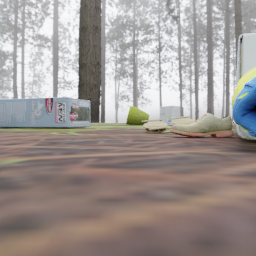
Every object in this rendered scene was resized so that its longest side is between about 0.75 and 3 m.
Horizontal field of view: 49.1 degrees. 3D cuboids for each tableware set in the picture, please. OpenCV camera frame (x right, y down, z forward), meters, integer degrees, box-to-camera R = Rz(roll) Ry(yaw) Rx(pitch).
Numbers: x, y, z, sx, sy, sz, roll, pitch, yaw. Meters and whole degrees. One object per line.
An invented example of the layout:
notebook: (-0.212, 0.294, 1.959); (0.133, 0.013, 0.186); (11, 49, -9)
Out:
tableware set: (0.730, -0.011, 4.831); (0.944, 0.189, 0.624); (-6, 16, -8)

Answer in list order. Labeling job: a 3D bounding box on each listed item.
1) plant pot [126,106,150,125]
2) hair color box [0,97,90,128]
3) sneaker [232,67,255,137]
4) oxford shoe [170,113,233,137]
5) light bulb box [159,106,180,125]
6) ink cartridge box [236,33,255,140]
plant pot: (0.559, -0.567, 15.032); (1.123, 1.050, 1.050); (14, 2, 2)
hair color box: (-2.678, -0.426, 8.361); (2.807, 0.851, 1.390); (0, 1, 16)
sneaker: (1.551, -0.147, 1.422); (2.097, 0.794, 1.101); (-8, 8, 38)
oxford shoe: (0.883, -0.034, 3.383); (0.786, 0.290, 0.278); (0, 1, -13)
light bulb box: (2.150, -0.631, 14.460); (0.615, 0.985, 0.977); (1, 1, -34)
ink cartridge box: (2.189, -0.393, 3.276); (1.736, 0.997, 2.391); (1, 1, 21)
